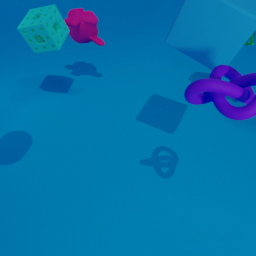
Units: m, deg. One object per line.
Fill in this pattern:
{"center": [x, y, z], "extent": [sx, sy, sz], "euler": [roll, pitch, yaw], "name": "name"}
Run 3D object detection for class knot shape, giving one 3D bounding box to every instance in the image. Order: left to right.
{"center": [1.224, -0.480, 3.628], "extent": [0.981, 0.484, 1.048], "euler": [-4, 26, 4], "name": "knot shape"}

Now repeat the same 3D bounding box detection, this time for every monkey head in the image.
{"center": [-1.457, -2.938, 8.311], "extent": [1.594, 0.960, 1.146], "euler": [22, 41, 12], "name": "monkey head"}

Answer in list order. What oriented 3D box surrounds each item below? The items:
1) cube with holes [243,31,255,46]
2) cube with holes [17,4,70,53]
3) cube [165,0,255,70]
{"center": [3.003, -2.585, 7.515], "extent": [0.720, 0.720, 0.720], "euler": [5, 17, 25], "name": "cube with holes"}
{"center": [-2.142, -2.528, 7.197], "extent": [0.790, 0.790, 0.790], "euler": [0, 55, 23], "name": "cube with holes"}
{"center": [1.539, -1.915, 4.846], "extent": [1.167, 1.167, 1.167], "euler": [31, 54, 3], "name": "cube"}
